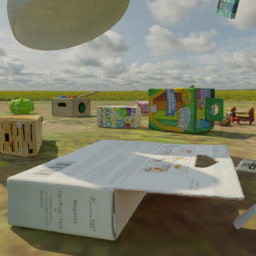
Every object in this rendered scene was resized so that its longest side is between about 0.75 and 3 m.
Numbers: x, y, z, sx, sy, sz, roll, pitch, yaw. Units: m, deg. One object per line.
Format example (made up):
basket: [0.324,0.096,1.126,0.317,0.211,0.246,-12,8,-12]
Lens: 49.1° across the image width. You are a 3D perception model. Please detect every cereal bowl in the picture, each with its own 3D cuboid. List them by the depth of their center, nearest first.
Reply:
cereal bowl: [-1.127,-2.332,5.056,2.191,0.912,2.191,-22,-5,-2]

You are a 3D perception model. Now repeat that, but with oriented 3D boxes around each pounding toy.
pounding toy: [-2.368,-1.133,12.721,1.608,1.143,1.480,4,8,30]

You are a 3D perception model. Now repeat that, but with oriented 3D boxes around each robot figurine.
robot figurine: [-5.388,-1.083,14.130,1.246,0.721,1.093,-4,-15,-25]

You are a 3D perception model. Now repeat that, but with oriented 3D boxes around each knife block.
knife block: [-1.776,0.046,5.108,1.703,0.545,1.495,3,9,32]

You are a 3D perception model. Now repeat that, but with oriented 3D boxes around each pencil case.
pencil case: [1.119,-0.960,13.094,1.655,0.724,0.724,0,7,-6]

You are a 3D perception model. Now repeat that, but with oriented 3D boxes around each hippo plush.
hippo plush: [1.429,0.267,1.768,1.128,0.899,0.907,-3,6,-27]

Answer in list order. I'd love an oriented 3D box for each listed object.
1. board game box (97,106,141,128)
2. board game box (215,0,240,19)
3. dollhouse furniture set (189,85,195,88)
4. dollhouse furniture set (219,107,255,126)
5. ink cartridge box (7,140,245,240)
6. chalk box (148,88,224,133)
board game box: [-0.263,-0.337,8.222,1.167,0.601,0.612,2,7,17]
board game box: [3.822,-4.681,10.772,0.230,0.739,0.979,-7,33,-19]
dollhouse furniture set: [2.095,-0.692,9.520,1.195,1.208,0.622,-34,-3,20]
dollhouse furniture set: [3.379,-0.253,8.671,0.643,0.486,1.196,7,27,43]
ink cartridge box: [0.131,0.435,2.558,1.542,0.387,1.777,3,7,16]
chalk box: [1.546,-0.484,7.248,1.797,1.121,1.114,4,8,41]
